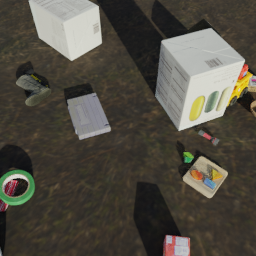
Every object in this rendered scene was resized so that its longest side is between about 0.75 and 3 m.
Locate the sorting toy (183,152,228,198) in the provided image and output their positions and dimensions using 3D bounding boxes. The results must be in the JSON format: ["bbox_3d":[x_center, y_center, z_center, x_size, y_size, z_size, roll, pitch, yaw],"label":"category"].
[{"bbox_3d":[2.601,1.579,10.253,1.735,0.255,1.283,34,59,23],"label":"sorting toy"}]

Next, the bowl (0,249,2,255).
[{"bbox_3d":[-4.837,4.017,7.899,2.599,0.970,2.595,-27,57,-19],"label":"bowl"}]

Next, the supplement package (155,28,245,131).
[{"bbox_3d":[2.668,-1.898,11.239,2.254,2.971,2.238,-18,54,-14],"label":"supplement package"}]

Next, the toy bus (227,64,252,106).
[{"bbox_3d":[4.578,-1.991,12.208,1.679,1.611,1.139,-35,61,-22],"label":"toy bus"}]

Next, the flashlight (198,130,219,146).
[{"bbox_3d":[3.209,0.369,11.191,0.847,0.287,0.288,33,62,22],"label":"flashlight"}]

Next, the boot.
[{"bbox_3d":[-4.487,-1.751,12.662,1.603,0.581,1.457,34,45,16],"label":"boot"}]

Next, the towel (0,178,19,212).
[{"bbox_3d":[-4.830,2.227,9.799,1.639,0.184,1.185,9,53,7],"label":"towel"}]

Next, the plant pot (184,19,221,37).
[{"bbox_3d":[3.569,-4.138,14.010,1.426,1.604,1.608,-26,55,-3],"label":"plant pot"}]

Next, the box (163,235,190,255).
[{"bbox_3d":[1.395,3.955,8.121,0.737,0.680,1.436,5,52,4],"label":"box"}]

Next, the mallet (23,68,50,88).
[{"bbox_3d":[-4.371,-2.255,13.265,0.524,0.327,1.590,-37,64,-25],"label":"mallet"}]

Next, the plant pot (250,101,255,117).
[{"bbox_3d":[5.637,-0.725,11.959,0.902,0.416,0.902,0,53,0],"label":"plant pot"}]

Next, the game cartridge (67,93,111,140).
[{"bbox_3d":[-1.709,-0.532,11.857,1.382,0.409,2.132,-18,54,-9],"label":"game cartridge"}]

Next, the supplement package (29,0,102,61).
[{"bbox_3d":[-3.166,-5.452,14.514,2.886,2.190,2.174,38,61,26],"label":"supplement package"}]

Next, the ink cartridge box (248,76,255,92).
[{"bbox_3d":[5.967,-2.046,13.035,0.930,0.349,0.766,7,53,6],"label":"ink cartridge box"}]

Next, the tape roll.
[{"bbox_3d":[-3.877,2.054,9.729,1.200,0.288,1.200,7,54,-9],"label":"tape roll"}]
